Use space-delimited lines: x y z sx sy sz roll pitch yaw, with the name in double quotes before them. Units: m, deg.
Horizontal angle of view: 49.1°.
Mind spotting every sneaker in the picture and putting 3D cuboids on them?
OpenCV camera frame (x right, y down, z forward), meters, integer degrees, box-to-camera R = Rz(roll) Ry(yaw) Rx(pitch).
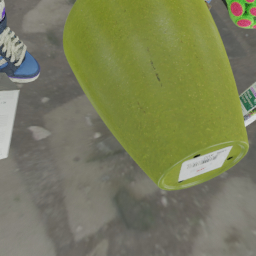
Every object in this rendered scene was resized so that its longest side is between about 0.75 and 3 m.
"sneaker" 2.290 -3.351 6.173 2.963 1.137 1.241 30 51 -24
"sneaker" -2.482 -1.776 5.480 2.113 1.547 0.851 27 57 -32

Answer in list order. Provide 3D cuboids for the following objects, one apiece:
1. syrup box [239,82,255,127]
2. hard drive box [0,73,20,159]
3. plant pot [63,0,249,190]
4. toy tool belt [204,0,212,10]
"syrup box" 2.056 -0.377 4.695 0.420 1.031 0.406 -10 65 -30
"hard drive box" -2.864 -0.099 5.130 1.330 1.707 0.655 -14 48 -47
"plant pot" 0.535 -0.561 4.322 2.567 2.567 2.743 -14 59 -11
"toy tool belt" 2.090 -3.923 7.555 1.481 2.411 1.505 42 56 10
